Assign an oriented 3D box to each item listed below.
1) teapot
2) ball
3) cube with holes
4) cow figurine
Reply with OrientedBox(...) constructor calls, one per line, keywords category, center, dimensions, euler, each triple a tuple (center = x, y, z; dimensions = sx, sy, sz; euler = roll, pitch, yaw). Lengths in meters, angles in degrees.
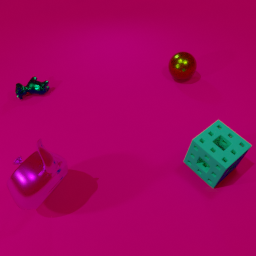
OrientedBox(category="teapot", center=(-1.784, 0.889, 5.419), dimensions=(0.962, 1.964, 1.221), euler=(41, 42, -2))
OrientedBox(category="ball", center=(1.704, -1.944, 8.778), dimensions=(0.880, 0.880, 0.880), euler=(0, 45, 0))
OrientedBox(category="cube with holes", center=(1.942, 0.576, 6.196), dimensions=(0.891, 0.891, 0.891), euler=(-33, 61, -26))
OrientedBox(category="cow figurine", center=(-2.866, -1.152, 8.328), dimensions=(0.882, 0.484, 0.868), euler=(17, 47, 7))
